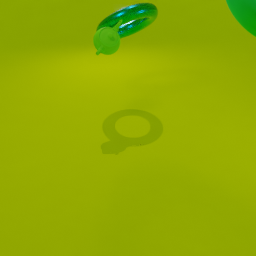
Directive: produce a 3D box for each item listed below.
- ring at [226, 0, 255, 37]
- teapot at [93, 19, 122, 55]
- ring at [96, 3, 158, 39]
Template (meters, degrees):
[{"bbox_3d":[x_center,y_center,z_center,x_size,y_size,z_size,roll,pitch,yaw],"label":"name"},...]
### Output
[{"bbox_3d":[1.980,-1.754,3.669,1.536,0.307,1.536,3,73,-10],"label":"ring"},{"bbox_3d":[-0.529,-2.445,7.649,0.757,0.596,1.217,35,74,-9],"label":"teapot"},{"bbox_3d":[-0.029,-3.234,8.634,2.008,0.402,2.008,-21,5,2],"label":"ring"}]
